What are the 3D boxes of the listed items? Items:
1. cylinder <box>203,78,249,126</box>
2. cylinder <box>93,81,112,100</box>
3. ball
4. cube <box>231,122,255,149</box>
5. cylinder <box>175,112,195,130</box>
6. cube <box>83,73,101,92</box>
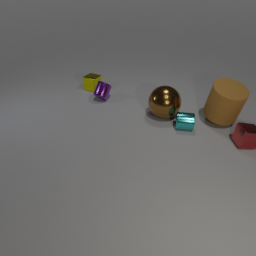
[{"bbox_3d":[3.908,-1.051,11.254,1.400,1.400,1.400,5,45,-5],"label":"cylinder"},{"bbox_3d":[-1.220,-1.787,13.338,0.700,0.700,0.700,21,-1,0],"label":"cylinder"},{"bbox_3d":[1.553,-1.098,11.873,1.400,1.400,1.400,0,33,0],"label":"ball"},{"bbox_3d":[4.367,0.285,10.296,0.700,0.700,0.700,6,32,-10],"label":"cube"},{"bbox_3d":[2.294,-0.282,11.269,0.700,0.700,0.700,5,33,6],"label":"cylinder"},{"bbox_3d":[-1.837,-2.356,14.461,0.700,0.700,0.700,16,35,22],"label":"cube"}]
